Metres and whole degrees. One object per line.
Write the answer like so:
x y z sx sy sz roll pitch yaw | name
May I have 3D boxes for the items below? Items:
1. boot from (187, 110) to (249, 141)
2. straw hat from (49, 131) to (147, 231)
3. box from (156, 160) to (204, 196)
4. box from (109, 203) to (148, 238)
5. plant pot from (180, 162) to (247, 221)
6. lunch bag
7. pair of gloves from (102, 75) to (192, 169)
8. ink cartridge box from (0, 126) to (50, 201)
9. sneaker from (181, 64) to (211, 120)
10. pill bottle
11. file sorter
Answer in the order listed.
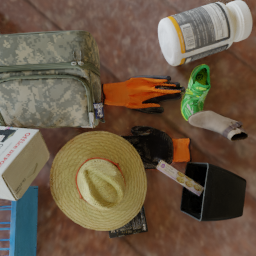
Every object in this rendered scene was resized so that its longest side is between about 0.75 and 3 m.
2.515 -0.024 7.664 1.471 0.517 1.075 -5 34 -21 | boot
-0.645 1.372 6.865 2.690 1.139 2.690 0 88 -8 | straw hat
1.431 1.371 7.710 1.399 0.271 0.290 34 86 -1 | box
-0.083 2.236 7.684 1.062 0.289 1.326 -10 79 -2 | box
2.247 1.684 7.297 1.220 1.372 1.375 12 82 -8 | plant pot
-2.107 -1.176 7.598 2.915 2.031 2.445 -2 95 0 | lunch bag
0.541 -0.199 8.172 2.487 0.345 2.792 -4 81 -2 | pair of gloves
-3.305 0.748 6.852 2.175 0.900 1.585 4 39 18 | ink cartridge box
1.964 -1.013 8.092 0.660 0.745 1.783 11 85 3 | sneaker
2.204 -2.800 8.162 2.402 1.397 1.397 -19 79 -5 | pill bottle
-3.114 2.488 7.128 1.186 1.342 1.934 -3 78 3 | file sorter
